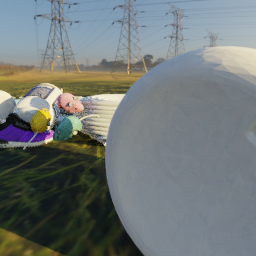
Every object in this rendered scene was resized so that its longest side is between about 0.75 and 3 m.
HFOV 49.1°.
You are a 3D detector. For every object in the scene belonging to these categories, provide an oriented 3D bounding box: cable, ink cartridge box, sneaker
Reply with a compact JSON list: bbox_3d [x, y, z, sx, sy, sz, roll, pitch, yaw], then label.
[{"bbox_3d":[-0.093,-0.370,7.468,2.764,0.957,2.765,-10,17,-42],"label":"cable"},{"bbox_3d":[-0.931,-0.945,11.299,2.231,0.783,2.744,11,20,43],"label":"ink cartridge box"},{"bbox_3d":[-2.406,0.027,6.253,1.488,0.740,0.517,-4,12,-14],"label":"sneaker"}]

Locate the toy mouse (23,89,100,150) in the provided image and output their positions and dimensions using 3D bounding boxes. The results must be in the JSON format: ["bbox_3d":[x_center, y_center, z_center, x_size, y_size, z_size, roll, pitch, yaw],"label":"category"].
[{"bbox_3d":[-1.383,-0.309,6.108,1.517,0.330,1.706,0,52,14],"label":"toy mouse"}]

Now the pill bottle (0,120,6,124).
[{"bbox_3d":[-3.334,0.029,6.909,0.475,0.475,0.822,9,15,37],"label":"pill bottle"}]

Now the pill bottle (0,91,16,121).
[{"bbox_3d":[-4.143,-0.510,7.842,2.003,1.160,1.160,8,14,34],"label":"pill bottle"}]

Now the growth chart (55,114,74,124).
[{"bbox_3d":[-2.300,-0.251,8.924,2.475,0.219,1.791,3,12,13],"label":"growth chart"}]

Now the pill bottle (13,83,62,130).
[{"bbox_3d":[-2.382,-0.442,7.443,1.061,1.061,1.911,0,24,0],"label":"pill bottle"}]

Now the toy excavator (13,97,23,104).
[{"bbox_3d":[-4.524,-0.973,12.053,0.969,0.498,0.996,-7,26,-23],"label":"toy excavator"}]

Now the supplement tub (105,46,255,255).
[{"bbox_3d":[1.205,0.189,2.764,1.820,1.820,2.503,9,15,37],"label":"supplement tub"}]
